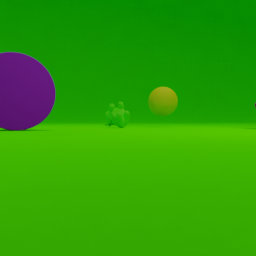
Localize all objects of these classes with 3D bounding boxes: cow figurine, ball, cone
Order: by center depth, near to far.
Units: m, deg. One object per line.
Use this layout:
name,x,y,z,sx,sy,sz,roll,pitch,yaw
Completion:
cone,-2.484,-0.667,5.999,1.509,1.509,1.515,-1,-3,-28
cow figurine,-0.345,-0.295,8.813,0.597,1.070,1.087,-15,45,-22
ball,1.355,-1.024,10.875,1.135,1.135,1.135,0,1,0
